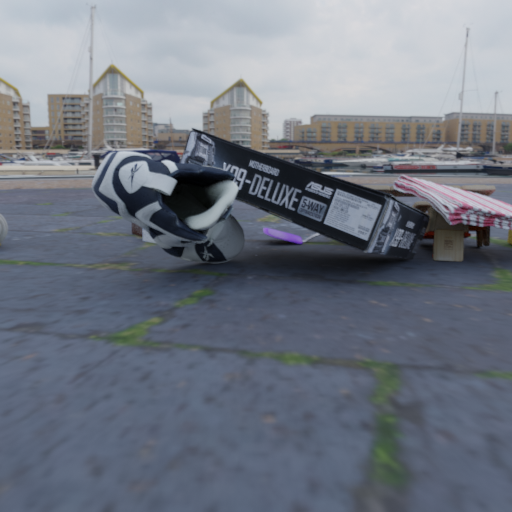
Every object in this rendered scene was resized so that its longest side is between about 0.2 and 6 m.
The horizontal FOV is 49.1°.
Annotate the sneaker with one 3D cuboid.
[{"bbox_3d":[-0.812,-0.586,8.939,2.061,1.264,3.167,16,-18,44],"label":"sneaker"}]

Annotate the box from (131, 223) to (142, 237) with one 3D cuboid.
[{"bbox_3d":[-2.630,-0.655,13.598,0.469,0.351,0.937,-7,15,-36],"label":"box"}]

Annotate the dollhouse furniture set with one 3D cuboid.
[{"bbox_3d":[3.709,-0.417,11.390,2.040,1.051,2.018,2,0,9],"label":"dollhouse furniture set"}]

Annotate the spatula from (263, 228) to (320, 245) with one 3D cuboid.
[{"bbox_3d":[1.575,-0.454,12.548,2.840,0.292,0.803,-1,15,2],"label":"spatula"}]

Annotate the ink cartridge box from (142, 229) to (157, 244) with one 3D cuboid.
[{"bbox_3d":[-2.105,-0.508,12.906,0.523,0.301,0.903,9,14,39],"label":"ink cartridge box"}]

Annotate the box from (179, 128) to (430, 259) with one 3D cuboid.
[{"bbox_3d":[0.942,-1.047,10.082,3.772,0.939,2.974,24,9,27],"label":"box"}]

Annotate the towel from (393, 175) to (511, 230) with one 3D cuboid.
[{"bbox_3d":[4.154,-0.873,10.563,2.698,0.404,1.974,9,20,-22],"label":"towel"}]

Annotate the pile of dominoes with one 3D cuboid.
[{"bbox_3d":[3.505,-1.173,12.673,3.213,0.512,2.504,0,-19,-5],"label":"pile of dominoes"}]

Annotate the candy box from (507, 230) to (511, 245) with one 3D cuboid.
[{"bbox_3d":[5.947,-0.329,11.533,0.970,0.470,1.663,2,13,6],"label":"candy box"}]

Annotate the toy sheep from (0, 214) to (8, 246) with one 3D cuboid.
[{"bbox_3d":[-5.603,-0.548,11.646,0.884,0.884,1.282,-4,12,-22],"label":"toy sheep"}]
